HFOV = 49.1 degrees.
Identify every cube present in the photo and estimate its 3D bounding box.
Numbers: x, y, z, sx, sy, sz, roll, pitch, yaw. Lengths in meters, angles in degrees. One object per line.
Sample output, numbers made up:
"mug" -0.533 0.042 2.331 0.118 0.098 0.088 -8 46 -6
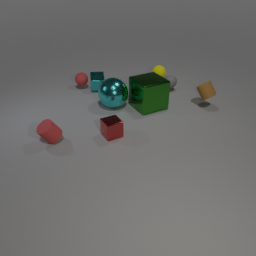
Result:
"cube" 0.960 -1.628 12.978 1.400 1.400 1.400 -16 35 -24
"cube" -1.587 -2.432 14.543 0.700 0.700 0.700 -4 54 -8
"cube" -0.637 -0.012 11.049 0.700 0.700 0.700 -16 35 -24

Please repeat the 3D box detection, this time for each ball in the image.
"ball" 2.210 -2.436 14.609 0.700 0.700 0.700 0 32 0
"ball" -2.464 -2.593 14.846 0.700 0.700 0.700 0 32 0
"ball" 1.602 -2.879 14.493 0.700 0.700 0.700 0 32 0
"ball" -0.689 -1.627 12.964 1.400 1.400 1.400 0 32 0

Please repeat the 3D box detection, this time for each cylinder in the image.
"cylinder" 3.624 -1.732 12.946 0.700 0.700 0.700 -26 3 1
"cylinder" -2.965 0.127 10.587 0.700 0.700 0.700 -18 47 21
